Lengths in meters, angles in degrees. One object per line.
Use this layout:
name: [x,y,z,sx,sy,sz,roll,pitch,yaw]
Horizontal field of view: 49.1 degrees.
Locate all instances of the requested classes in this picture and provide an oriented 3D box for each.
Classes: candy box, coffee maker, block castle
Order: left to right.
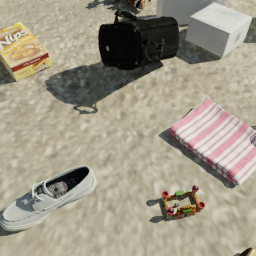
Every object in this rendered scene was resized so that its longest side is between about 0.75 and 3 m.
candy box: [-4.142,-2.958,10.599,1.456,0.698,2.523,-31,58,-21]
coffee maker: [0.688,-2.826,9.523,2.473,1.734,2.575,36,41,23]
block castle: [1.346,1.802,6.882,0.961,0.451,0.642,-9,52,-7]

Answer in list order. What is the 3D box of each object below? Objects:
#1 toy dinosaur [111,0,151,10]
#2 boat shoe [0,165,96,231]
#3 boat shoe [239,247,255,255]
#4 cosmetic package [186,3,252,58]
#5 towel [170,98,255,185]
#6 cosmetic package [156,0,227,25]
toy dinosaur: [0.189,-6.530,13.457,1.816,1.367,2.676,6,31,-13]
boat shoe: [-1.948,1.576,6.785,2.463,0.877,0.859,-25,55,-19]
boat shoe: [2.455,3.044,5.979,1.035,0.371,0.394,-40,75,-19]
cosmetic package: [3.581,-3.949,11.141,1.771,1.089,1.765,35,56,27]
towel: [2.716,0.277,8.139,1.851,0.378,2.530,-37,61,-24]
cosmetic package: [2.724,-5.479,12.151,2.820,1.518,1.196,-6,50,-6]
